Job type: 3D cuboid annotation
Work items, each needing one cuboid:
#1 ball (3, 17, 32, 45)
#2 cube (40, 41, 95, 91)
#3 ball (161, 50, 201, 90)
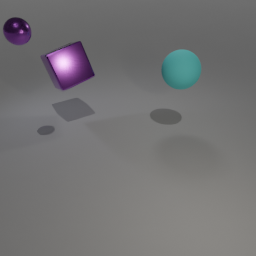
[{"bbox_3d":[-2.901,-2.532,7.351,0.700,0.700,0.700,0,30,0],"label":"ball"},{"bbox_3d":[-2.331,-2.385,10.768,1.400,1.400,1.400,-29,23,-17],"label":"cube"},{"bbox_3d":[1.897,-2.080,10.013,1.400,1.400,1.400,0,30,0],"label":"ball"}]
